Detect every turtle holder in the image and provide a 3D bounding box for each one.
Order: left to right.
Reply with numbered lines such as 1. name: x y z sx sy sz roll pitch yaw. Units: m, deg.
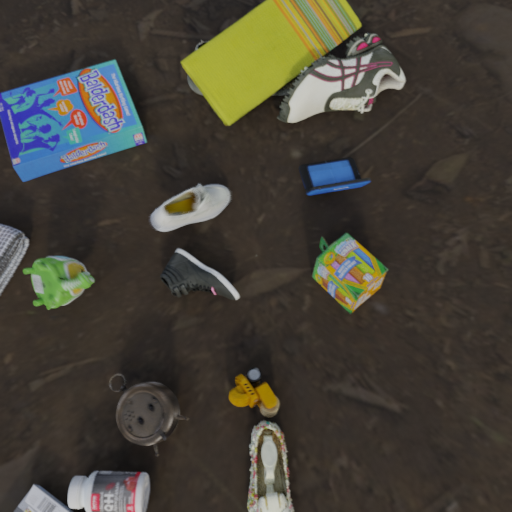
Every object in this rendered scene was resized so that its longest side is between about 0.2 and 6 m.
1. turtle holder: -3.470 0.383 9.995 0.881 1.241 0.943 -19 77 -45

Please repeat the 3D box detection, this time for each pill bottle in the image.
1. pill bottle: -2.311 3.736 8.819 1.165 0.645 0.645 1 63 1

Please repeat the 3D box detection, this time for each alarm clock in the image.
1. alarm clock: -1.931 2.532 9.372 1.494 0.497 1.008 39 90 19

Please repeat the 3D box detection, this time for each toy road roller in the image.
1. toy road roller: -0.073 2.408 9.524 0.641 0.540 0.878 -29 64 -20

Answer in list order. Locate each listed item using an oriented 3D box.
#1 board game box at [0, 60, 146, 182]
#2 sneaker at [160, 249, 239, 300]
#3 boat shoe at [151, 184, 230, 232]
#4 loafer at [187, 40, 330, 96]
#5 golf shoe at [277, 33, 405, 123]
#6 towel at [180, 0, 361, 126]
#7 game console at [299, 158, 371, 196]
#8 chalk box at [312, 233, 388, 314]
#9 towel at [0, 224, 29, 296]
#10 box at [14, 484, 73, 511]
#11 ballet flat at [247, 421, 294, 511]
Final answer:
1. board game box: -4.055 -3.003 12.262 2.769 0.623 2.106 -21 65 -10
2. sneaker: -1.109 0.576 10.510 1.610 0.569 0.799 31 69 21
3. boat shoe: -1.154 -1.084 10.906 1.851 0.789 0.684 -23 80 -36
4. loafer: 0.087 -4.394 12.664 3.345 1.165 1.258 -10 63 -5
5. golf shoe: 1.908 -3.719 12.349 3.161 1.220 1.392 -36 76 -16
6. towel: 0.384 -4.630 12.256 3.956 0.357 1.703 -39 99 -11
7. game console: 1.600 -1.698 11.575 1.235 1.054 0.731 -11 90 -5
8. chalk box: 1.625 0.227 10.503 0.845 0.851 1.363 -39 68 -18
9. towel: -5.267 0.019 10.723 1.220 0.630 1.473 17 64 10
10. box: -3.444 4.570 8.577 1.233 0.326 1.581 29 66 14
11. ballet flat: 0.202 3.623 8.883 0.760 0.642 2.009 -6 64 -5
